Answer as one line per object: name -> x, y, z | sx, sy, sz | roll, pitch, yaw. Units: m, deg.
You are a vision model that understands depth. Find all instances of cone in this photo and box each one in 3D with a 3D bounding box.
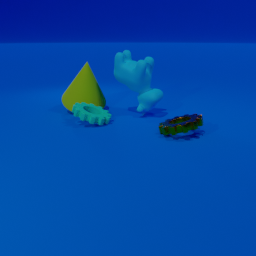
cone -> -1.342, -1.447, 8.857 | 1.468, 1.473, 1.468 | 7, 43, -7

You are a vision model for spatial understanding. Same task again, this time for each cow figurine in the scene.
cow figurine -> 0.278, -1.363, 8.643 | 1.739, 1.712, 0.955 | 24, 34, 22

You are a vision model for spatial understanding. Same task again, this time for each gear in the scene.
gear -> -1.039, -0.423, 8.054 | 1.106, 0.205, 1.106 | 17, 20, -7
gear -> 1.344, -0.099, 7.148 | 1.114, 0.206, 1.114 | -15, 12, 3
